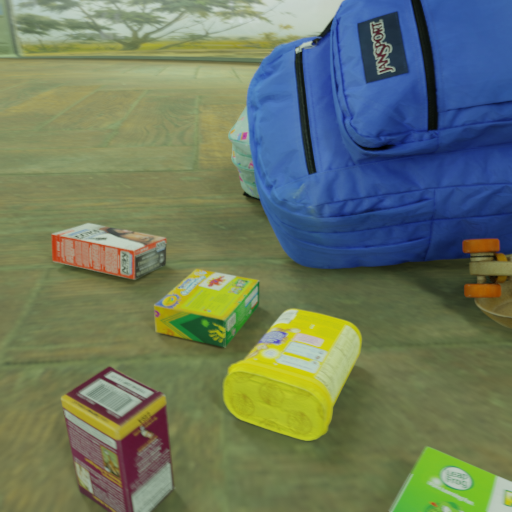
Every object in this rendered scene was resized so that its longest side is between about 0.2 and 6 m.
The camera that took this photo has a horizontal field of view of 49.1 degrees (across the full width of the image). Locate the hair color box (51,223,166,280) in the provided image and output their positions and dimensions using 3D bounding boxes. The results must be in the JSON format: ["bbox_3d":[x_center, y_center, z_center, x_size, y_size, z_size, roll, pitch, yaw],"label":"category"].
[{"bbox_3d":[-2.376,-0.105,9.075,1.621,0.518,0.899,12,19,21],"label":"hair color box"}]

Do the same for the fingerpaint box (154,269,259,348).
[{"bbox_3d":[-0.636,0.679,7.588,1.011,0.444,1.211,9,25,19],"label":"fingerpaint box"}]

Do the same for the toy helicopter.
[{"bbox_3d":[3.764,0.166,8.002,1.324,0.790,2.002,-3,-3,29],"label":"toy helicopter"}]

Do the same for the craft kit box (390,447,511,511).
[{"bbox_3d":[1.774,2.419,3.944,1.896,0.460,1.872,16,27,30],"label":"craft kit box"}]

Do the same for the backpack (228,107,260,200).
[{"bbox_3d":[0.538,-2.505,12.231,2.384,1.809,2.857,3,47,30],"label":"backpack"}]

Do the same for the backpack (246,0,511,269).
[{"bbox_3d":[2.039,-1.961,8.352,4.443,3.729,3.611,-8,61,12],"label":"backpack"}]

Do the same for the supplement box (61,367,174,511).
[{"bbox_3d":[-1.162,1.628,4.807,0.714,1.090,0.562,17,30,32],"label":"supplement box"}]

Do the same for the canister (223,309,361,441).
[{"bbox_3d":[0.471,1.226,6.204,1.117,0.651,1.504,12,26,22],"label":"canister"}]

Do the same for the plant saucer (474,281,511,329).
[{"bbox_3d":[3.811,0.663,7.472,1.657,0.293,1.657,-11,12,2],"label":"plant saucer"}]
